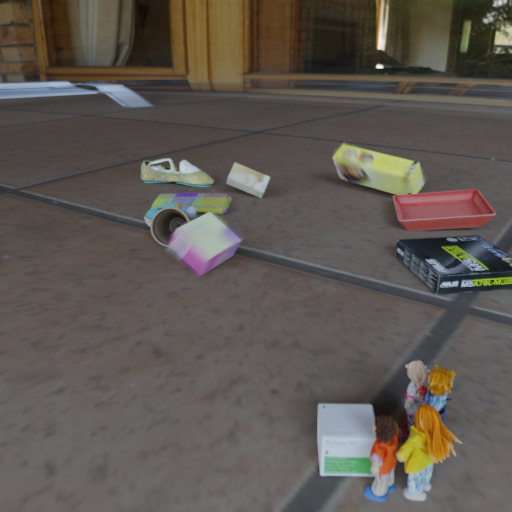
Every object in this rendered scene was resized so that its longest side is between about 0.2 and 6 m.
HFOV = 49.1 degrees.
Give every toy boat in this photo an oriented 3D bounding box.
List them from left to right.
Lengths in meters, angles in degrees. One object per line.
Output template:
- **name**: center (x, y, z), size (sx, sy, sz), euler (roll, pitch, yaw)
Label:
- **toy boat**: center (-1.691, -0.859, 11.966), size (1.281, 0.595, 1.077), euler (19, 29, 40)

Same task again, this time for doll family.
- **doll family**: center (1.623, 1.612, 5.355), size (0.733, 1.009, 1.626), euler (12, 25, 27)

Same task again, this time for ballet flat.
- **ballet flat**: center (-2.199, -2.310, 15.398), size (2.119, 0.749, 0.749), euler (6, 23, 14)

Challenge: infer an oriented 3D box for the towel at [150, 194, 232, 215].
- **towel**: center (-1.523, -1.238, 13.427), size (1.834, 0.209, 1.317), euler (0, 23, 2)

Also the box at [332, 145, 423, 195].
- **box**: center (3.019, -2.125, 14.023), size (2.209, 0.831, 0.554), euler (22, 66, 39)

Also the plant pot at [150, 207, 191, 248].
- **plant pot**: center (-1.631, -0.591, 11.235), size (0.807, 0.807, 0.704), euler (3, 6, 7)

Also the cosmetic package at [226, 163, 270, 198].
- **cosmetic package**: center (-0.202, -1.894, 14.044), size (0.975, 0.513, 0.347), euler (21, -21, -1)

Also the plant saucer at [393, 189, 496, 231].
- **plant saucer**: center (4.071, -0.993, 12.389), size (1.935, 0.355, 1.931), euler (-3, 21, 11)

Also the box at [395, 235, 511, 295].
- **box**: center (3.560, 0.115, 9.831), size (1.667, 0.410, 1.727), euler (-1, 22, -9)

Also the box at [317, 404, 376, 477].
- **box**: center (0.896, 1.812, 5.540), size (0.560, 0.482, 0.562), euler (0, 19, 3)

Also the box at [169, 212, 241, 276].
- **box**: center (-0.898, -0.225, 9.863), size (0.810, 0.445, 0.921), euler (41, 42, 13)
